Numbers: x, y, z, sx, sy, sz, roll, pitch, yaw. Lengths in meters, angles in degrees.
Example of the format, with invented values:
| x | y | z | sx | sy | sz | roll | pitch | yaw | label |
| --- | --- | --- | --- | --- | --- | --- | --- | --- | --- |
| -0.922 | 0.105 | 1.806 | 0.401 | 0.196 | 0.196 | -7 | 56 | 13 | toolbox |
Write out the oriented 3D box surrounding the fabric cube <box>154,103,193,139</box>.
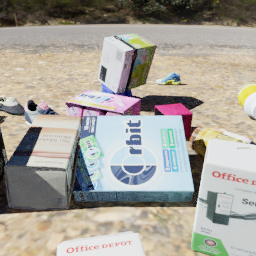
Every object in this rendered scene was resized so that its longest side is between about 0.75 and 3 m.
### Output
| x | y | z | sx | sy | sz | roll | pitch | yaw | label |
| --- | --- | --- | --- | --- | --- | --- | --- | --- | --- |
| 1.645 | -0.215 | 10.388 | 1.071 | 1.054 | 1.074 | -6 | 26 | -15 | fabric cube |

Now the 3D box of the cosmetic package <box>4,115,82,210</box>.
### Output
| x | y | z | sx | sy | sz | roll | pitch | yaw | label |
| --- | --- | --- | --- | --- | --- | --- | --- | --- | --- |
| -2.196 | 0.795 | 7.942 | 1.540 | 1.300 | 2.979 | 3 | 26 | -5 | cosmetic package |

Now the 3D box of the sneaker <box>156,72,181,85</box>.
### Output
| x | y | z | sx | sy | sz | roll | pitch | yaw | label |
| --- | --- | --- | --- | --- | --- | --- | --- | --- | --- |
| 2.365 | -2.901 | 16.235 | 1.419 | 0.745 | 0.537 | 1 | 26 | 1 | sneaker |

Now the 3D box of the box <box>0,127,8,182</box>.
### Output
| x | y | z | sx | sy | sz | roll | pitch | yaw | label |
| --- | --- | --- | --- | --- | --- | --- | --- | --- | --- |
| -4.100 | 0.496 | 7.087 | 1.133 | 2.631 | 2.155 | -3 | 26 | -5 | box |

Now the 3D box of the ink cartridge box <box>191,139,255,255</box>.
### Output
| x | y | z | sx | sy | sz | roll | pitch | yaw | label |
| --- | --- | --- | --- | --- | --- | --- | --- | --- | --- |
| 2.204 | 1.490 | 5.498 | 1.641 | 2.239 | 0.930 | 9 | 27 | 17 | ink cartridge box |

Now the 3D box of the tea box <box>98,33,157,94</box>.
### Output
| x | y | z | sx | sy | sz | roll | pitch | yaw | label |
| --- | --- | --- | --- | --- | --- | --- | --- | --- | --- |
| -0.056 | -2.923 | 12.537 | 2.027 | 2.060 | 1.377 | -26 | 54 | -40 | tea box |

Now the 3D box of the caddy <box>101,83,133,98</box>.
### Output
| x | y | z | sx | sy | sz | roll | pitch | yaw | label |
| --- | --- | --- | --- | --- | --- | --- | --- | --- | --- |
| -0.558 | -1.822 | 13.866 | 1.675 | 0.879 | 1.184 | 30 | 54 | 28 | caddy |

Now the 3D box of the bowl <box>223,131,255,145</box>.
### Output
| x | y | z | sx | sy | sz | roll | pitch | yaw | label |
| --- | --- | --- | --- | --- | --- | --- | --- | --- | --- |
| 3.675 | 0.508 | 9.290 | 1.035 | 0.386 | 1.034 | 26 | 0 | 41 | bowl |

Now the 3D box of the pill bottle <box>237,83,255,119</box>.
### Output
| x | y | z | sx | sy | sz | roll | pitch | yaw | label |
| --- | --- | --- | --- | --- | --- | --- | --- | --- | --- |
| 5.503 | -1.098 | 11.999 | 1.206 | 1.206 | 2.154 | 3 | 25 | 7 | pill bottle |

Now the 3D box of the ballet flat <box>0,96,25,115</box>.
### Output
| x | y | z | sx | sy | sz | roll | pitch | yaw | label |
| --- | --- | --- | --- | --- | --- | --- | --- | --- | --- |
| -5.416 | -1.080 | 12.570 | 2.014 | 0.736 | 0.736 | 14 | 29 | 26 | ballet flat |

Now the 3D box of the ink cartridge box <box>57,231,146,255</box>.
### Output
| x | y | z | sx | sy | sz | roll | pitch | yaw | label |
| --- | --- | --- | --- | --- | --- | --- | --- | --- | --- |
| -0.327 | 2.790 | 4.369 | 1.519 | 0.891 | 2.074 | -4 | 25 | -11 | ink cartridge box |

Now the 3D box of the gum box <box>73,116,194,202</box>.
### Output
| x | y | z | sx | sy | sz | roll | pitch | yaw | label |
| --- | --- | --- | --- | --- | --- | --- | --- | --- | --- |
| 0.133 | 0.770 | 7.789 | 2.972 | 0.662 | 2.525 | 0 | 50 | -1 | gum box |

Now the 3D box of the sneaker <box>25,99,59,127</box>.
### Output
| x | y | z | sx | sy | sz | roll | pitch | yaw | label |
| --- | --- | --- | --- | --- | --- | --- | --- | --- | --- |
| -3.054 | -0.397 | 10.729 | 2.581 | 1.059 | 0.906 | 14 | 29 | 27 | sneaker |

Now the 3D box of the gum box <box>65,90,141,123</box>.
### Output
| x | y | z | sx | sy | sz | roll | pitch | yaw | label |
| --- | --- | --- | --- | --- | --- | --- | --- | --- | --- |
| -1.073 | -0.751 | 11.597 | 2.808 | 0.929 | 1.594 | 12 | 29 | 24 | gum box |

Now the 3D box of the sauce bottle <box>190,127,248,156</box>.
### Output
| x | y | z | sx | sy | sz | roll | pitch | yaw | label |
| --- | --- | --- | --- | --- | --- | --- | --- | --- | --- |
| 3.251 | 0.749 | 8.534 | 0.926 | 0.926 | 2.806 | -24 | 33 | -39 | sauce bottle |
